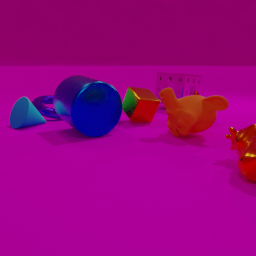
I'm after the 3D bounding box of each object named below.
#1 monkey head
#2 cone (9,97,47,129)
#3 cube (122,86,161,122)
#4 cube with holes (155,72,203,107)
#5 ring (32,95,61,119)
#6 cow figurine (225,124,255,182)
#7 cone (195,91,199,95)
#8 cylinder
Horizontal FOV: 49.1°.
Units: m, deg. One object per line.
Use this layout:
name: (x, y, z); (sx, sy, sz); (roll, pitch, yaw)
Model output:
monkey head: (1.474, -0.497, 6.921); (1.155, 1.379, 1.916); (-29, 5, -21)
cone: (-2.786, -0.305, 8.242); (0.950, 0.950, 0.954); (12, -8, 41)
cube: (0.372, -0.711, 8.509); (0.777, 0.777, 0.777); (2, 35, -32)
cube with holes: (1.961, -1.454, 10.918); (1.271, 1.271, 1.271); (13, 13, 41)
ring: (-2.423, -0.724, 9.508); (1.630, 0.326, 1.630); (11, 22, -5)
cow figurine: (2.127, 0.412, 4.755); (1.325, 0.727, 1.304); (-37, 19, -35)
cone: (2.075, -0.678, 8.284); (0.908, 0.911, 0.908); (-12, 27, 6)
cylinder: (-1.062, -0.603, 7.265); (1.381, 1.381, 1.381); (-8, 20, -31)
